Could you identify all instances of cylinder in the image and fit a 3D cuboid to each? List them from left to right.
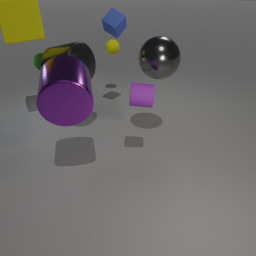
[{"bbox_3d":[-1.659,-0.997,7.453,1.400,1.400,1.400,-5,40,-9],"label":"cylinder"},{"bbox_3d":[-2.104,-2.252,9.939,1.400,1.400,1.400,0,24,33],"label":"cylinder"},{"bbox_3d":[0.414,-0.986,8.394,0.700,0.700,0.700,5,28,1],"label":"cylinder"}]

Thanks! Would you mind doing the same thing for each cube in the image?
[{"bbox_3d":[-3.965,-3.935,10.213,1.400,1.400,1.400,-15,27,-19],"label":"cube"},{"bbox_3d":[-0.535,-4.188,11.185,0.700,0.700,0.700,35,81,13],"label":"cube"}]

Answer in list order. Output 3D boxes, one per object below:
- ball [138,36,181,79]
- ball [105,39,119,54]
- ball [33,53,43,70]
[{"bbox_3d":[1.045,-2.324,9.301,1.400,1.400,1.400,0,28,0],"label":"ball"},{"bbox_3d":[-0.766,-3.967,13.705,0.700,0.700,0.700,0,28,0],"label":"ball"},{"bbox_3d":[-3.509,-2.708,11.462,0.700,0.700,0.700,0,28,0],"label":"ball"}]
